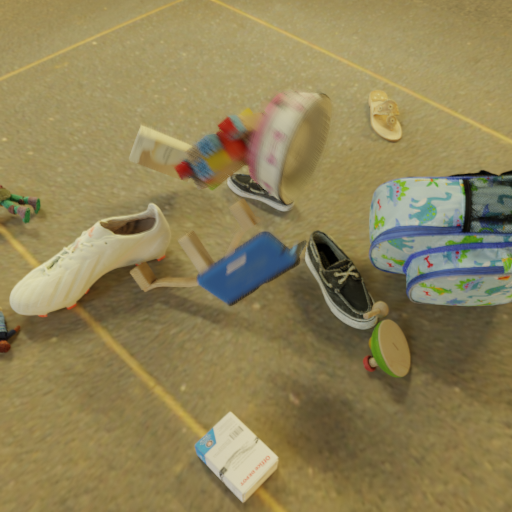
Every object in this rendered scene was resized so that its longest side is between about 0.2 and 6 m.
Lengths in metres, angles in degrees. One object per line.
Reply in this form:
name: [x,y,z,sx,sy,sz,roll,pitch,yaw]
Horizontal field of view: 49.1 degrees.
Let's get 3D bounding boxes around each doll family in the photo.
doll family: [-5.109,1.429,9.938,1.679,0.659,0.970,-23,49,-21]

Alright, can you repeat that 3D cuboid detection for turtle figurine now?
turtle figurine: [-5.516,-1.139,12.027,1.517,0.764,1.136,12,51,3]

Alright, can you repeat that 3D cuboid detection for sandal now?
sandal: [3.258,-3.762,14.219,0.712,0.638,1.941,-3,50,-3]

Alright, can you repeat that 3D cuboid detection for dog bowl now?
dog bowl: [0.595,-2.041,10.232,0.762,2.067,2.067,24,54,17]

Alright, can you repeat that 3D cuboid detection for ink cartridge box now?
ink cartridge box: [-0.300,3.101,8.653,1.074,0.452,0.777,37,60,27]

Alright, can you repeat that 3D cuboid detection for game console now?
game console: [-0.050,0.065,8.569,1.401,1.196,0.829,-34,39,23]

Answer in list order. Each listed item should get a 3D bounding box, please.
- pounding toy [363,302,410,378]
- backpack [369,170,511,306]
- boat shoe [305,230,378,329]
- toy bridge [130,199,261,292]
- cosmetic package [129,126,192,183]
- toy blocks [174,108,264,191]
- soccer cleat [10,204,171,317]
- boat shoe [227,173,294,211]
pounding toy: [2.124,1.539,9.813,0.999,0.601,1.295,-20,87,-53]
backpack: [3.504,-0.271,10.042,2.925,2.676,2.149,4,72,11]
boat shoe: [1.585,0.420,10.711,0.781,0.703,2.209,-22,54,-17]
toy bridge: [-1.040,-0.006,10.316,2.752,0.925,0.375,-30,7,23]
cosmetic package: [-1.996,-2.213,12.237,1.370,0.721,0.487,18,28,-15]
toy blocks: [-0.617,-1.888,10.300,1.131,2.264,1.547,59,34,1]
soccer cleat: [-3.177,-0.006,10.679,3.278,1.272,1.136,-28,53,-21]
boat shoe: [0.098,-1.555,12.436,1.673,0.567,0.600,28,56,21]
